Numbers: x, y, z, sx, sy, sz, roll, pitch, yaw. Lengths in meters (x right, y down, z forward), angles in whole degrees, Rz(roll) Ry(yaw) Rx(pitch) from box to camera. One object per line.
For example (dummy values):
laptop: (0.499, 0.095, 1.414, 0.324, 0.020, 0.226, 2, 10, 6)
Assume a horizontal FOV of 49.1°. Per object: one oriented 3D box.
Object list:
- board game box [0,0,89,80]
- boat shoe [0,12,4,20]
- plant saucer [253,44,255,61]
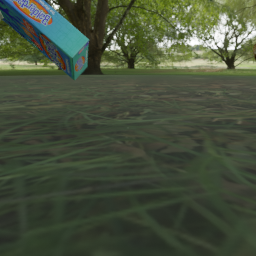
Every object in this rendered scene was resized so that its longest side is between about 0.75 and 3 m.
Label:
board game box: (-2.206, -2.498, 6.892, 2.750, 0.619, 2.091, 40, -9, -4)
boat shoe: (-2.272, -1.900, 3.784, 0.591, 0.699, 1.962, -28, 2, -9)
plant saucer: (3.606, -1.672, 7.012, 1.193, 0.211, 1.193, 38, 2, -1)
